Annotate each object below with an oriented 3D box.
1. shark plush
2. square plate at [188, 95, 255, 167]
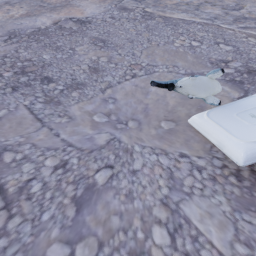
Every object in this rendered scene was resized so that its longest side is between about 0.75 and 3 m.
[{"bbox_3d":[1.853,-1.140,8.576,2.407,1.093,1.002,-11,11,-15],"label":"shark plush"},{"bbox_3d":[3.463,-0.203,7.694,2.750,0.395,2.776,-19,29,-8],"label":"square plate"}]
